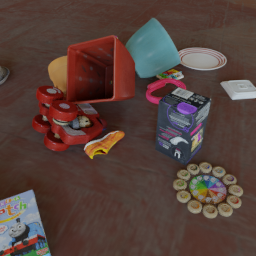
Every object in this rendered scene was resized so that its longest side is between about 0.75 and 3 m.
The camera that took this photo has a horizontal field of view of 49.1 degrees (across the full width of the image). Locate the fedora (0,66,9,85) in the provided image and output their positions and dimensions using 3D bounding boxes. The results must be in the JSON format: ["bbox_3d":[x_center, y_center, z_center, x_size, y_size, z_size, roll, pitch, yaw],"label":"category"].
[{"bbox_3d":[-7.463,-3.055,14.334,2.427,1.239,2.744,-9,40,-11],"label":"fedora"}]

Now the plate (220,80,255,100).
[{"bbox_3d":[5.574,-1.960,13.773,1.565,0.253,1.562,-4,39,-5],"label":"plate"}]

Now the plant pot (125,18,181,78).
[{"bbox_3d":[1.070,-3.833,14.314,2.129,2.653,2.653,-33,42,6],"label":"plant pot"}]

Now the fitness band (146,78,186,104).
[{"bbox_3d":[1.819,-1.771,13.479,2.077,0.389,1.492,-28,49,-29],"label":"fitness band"}]

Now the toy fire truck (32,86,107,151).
[{"bbox_3d":[-2.178,-0.441,11.006,2.518,1.681,2.998,-7,36,-38],"label":"toy fire truck"}]

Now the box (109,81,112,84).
[{"bbox_3d":[-1.809,-3.225,14.973,2.828,0.708,2.850,10,40,13],"label":"box"}]

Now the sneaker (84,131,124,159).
[{"bbox_3d":[-0.802,0.633,10.455,1.704,0.622,0.657,-28,69,-26],"label":"sneaker"}]

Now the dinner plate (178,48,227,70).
[{"bbox_3d":[4.162,-3.923,16.118,2.861,0.347,2.861,1,39,-1],"label":"dinner plate"}]

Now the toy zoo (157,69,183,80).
[{"bbox_3d":[2.309,-2.784,14.872,1.339,0.137,0.879,-22,44,-24],"label":"toy zoo"}]

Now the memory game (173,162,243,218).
[{"bbox_3d":[2.575,1.934,9.067,2.226,0.142,2.226,0,39,0],"label":"memory game"}]

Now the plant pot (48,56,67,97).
[{"bbox_3d":[-2.483,-2.125,12.635,2.037,2.037,1.425,-8,73,-10],"label":"plant pot"}]

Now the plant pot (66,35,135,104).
[{"bbox_3d":[-0.924,-2.110,11.521,2.380,2.378,2.098,-1,-4,32],"label":"plant pot"}]

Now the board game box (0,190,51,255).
[{"bbox_3d":[-3.211,2.893,7.673,1.698,0.411,2.244,-17,41,-20],"label":"board game box"}]

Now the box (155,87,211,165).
[{"bbox_3d":[1.876,-0.067,9.838,1.382,2.261,1.199,28,47,30],"label":"box"}]
